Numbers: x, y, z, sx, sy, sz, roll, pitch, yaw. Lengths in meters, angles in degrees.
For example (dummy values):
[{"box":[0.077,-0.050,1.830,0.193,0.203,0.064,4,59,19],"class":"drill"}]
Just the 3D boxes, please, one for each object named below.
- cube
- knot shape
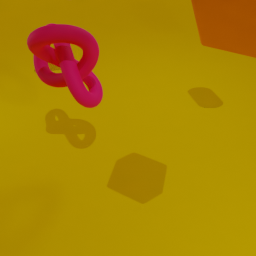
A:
[{"box":[1.031,-1.052,1.918,0.885,0.885,0.885,21,-1,22],"class":"cube"},{"box":[-1.114,-1.239,4.993,1.811,1.694,0.837,41,71,6],"class":"knot shape"}]
